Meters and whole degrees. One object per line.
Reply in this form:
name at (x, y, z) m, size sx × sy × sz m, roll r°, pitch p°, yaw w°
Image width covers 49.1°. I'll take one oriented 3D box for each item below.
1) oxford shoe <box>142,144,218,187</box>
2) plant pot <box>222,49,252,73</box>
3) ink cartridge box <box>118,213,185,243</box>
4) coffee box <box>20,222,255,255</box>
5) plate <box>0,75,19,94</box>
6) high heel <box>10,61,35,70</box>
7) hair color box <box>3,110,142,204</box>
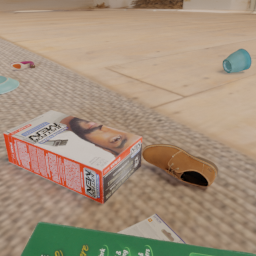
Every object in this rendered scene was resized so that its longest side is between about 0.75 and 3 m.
oxford shoe at (0.891, 0.690, 5.230) m, size 1.481 × 0.528 × 0.528 m, roll 16°, pitch 31°, yaw 24°
plant pot at (4.444, -2.697, 11.588) m, size 0.858 × 0.913 × 0.913 m, roll -25°, pitch 33°, yaw -13°
ink cartridge box at (0.293, 1.644, 3.800) m, size 0.872 × 0.177 × 0.871 m, roll -16°, pitch 32°, yaw -28°
coffee box at (0.078, 1.896, 2.659) m, size 2.716 × 0.597 × 1.670 m, roll 4°, pitch 36°, yaw 8°
plate at (-4.993, -1.550, 9.927) m, size 2.131 × 0.272 × 2.131 m, roll -1°, pitch 27°, yaw 1°
high heel at (-4.602, -2.756, 12.172) m, size 1.050 × 0.354 × 0.505 m, roll -2°, pitch 33°, yaw -38°
hair color box at (-1.086, 0.426, 5.537) m, size 2.418 × 0.773 × 1.341 m, roll 16°, pitch 31°, yaw 27°
